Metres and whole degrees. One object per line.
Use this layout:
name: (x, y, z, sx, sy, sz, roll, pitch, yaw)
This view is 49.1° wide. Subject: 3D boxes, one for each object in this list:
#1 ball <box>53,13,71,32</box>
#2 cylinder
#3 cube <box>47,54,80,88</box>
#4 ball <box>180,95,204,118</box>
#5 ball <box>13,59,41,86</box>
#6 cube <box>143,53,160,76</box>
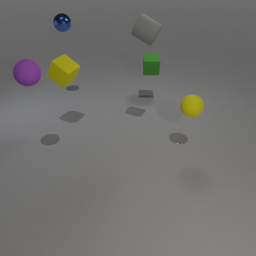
ball: (-2.603, -4.172, 11.102, 0.700, 0.700, 0.700, 0, 30, 0)
cylinder: (0.569, -2.992, 8.551, 0.700, 0.700, 0.700, 31, 34, 0)
cube: (-2.171, -1.919, 9.452, 0.700, 0.700, 0.700, 38, 44, 2)
ball: (1.964, -0.672, 8.603, 0.700, 0.700, 0.700, 0, 30, 0)
ball: (-2.619, -1.437, 7.290, 0.700, 0.700, 0.700, 0, 30, 0)
cube: (1.013, -2.750, 12.095, 0.700, 0.700, 0.700, 2, 43, 2)
